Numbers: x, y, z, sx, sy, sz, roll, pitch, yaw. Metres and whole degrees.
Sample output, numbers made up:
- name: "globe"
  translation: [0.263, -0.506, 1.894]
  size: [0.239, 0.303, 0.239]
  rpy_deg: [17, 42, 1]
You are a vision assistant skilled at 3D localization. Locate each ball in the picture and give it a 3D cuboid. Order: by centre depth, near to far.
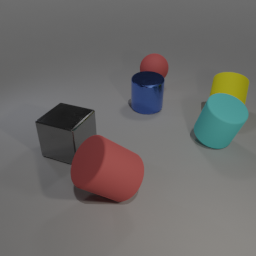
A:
- name: "ball"
  translation: [1.275, -2.920, 13.684]
  size: [1.400, 1.400, 1.400]
  rpy_deg: [0, 31, 0]

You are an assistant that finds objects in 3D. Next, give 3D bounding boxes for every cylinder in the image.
- name: "cylinder"
  translation: [-0.535, 1.073, 7.342]
  size: [1.400, 1.400, 1.400]
  rpy_deg: [30, 12, -37]
- name: "cylinder"
  translation: [3.163, -0.236, 9.656]
  size: [1.400, 1.400, 1.400]
  rpy_deg: [6, 49, -7]
- name: "cylinder"
  translation: [4.048, -1.327, 11.344]
  size: [1.400, 1.400, 1.400]
  rpy_deg: [15, -12, 3]
- name: "cylinder"
  translation: [0.839, -1.533, 12.131]
  size: [1.400, 1.400, 1.400]
  rpy_deg: [0, 38, 0]

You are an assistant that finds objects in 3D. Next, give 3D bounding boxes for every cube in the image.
- name: "cube"
  translation: [-1.991, 0.170, 9.341]
  size: [1.400, 1.400, 1.400]
  rpy_deg: [13, 35, 20]
